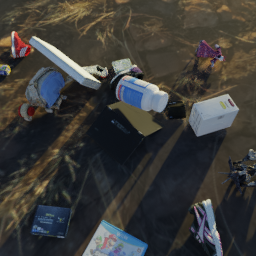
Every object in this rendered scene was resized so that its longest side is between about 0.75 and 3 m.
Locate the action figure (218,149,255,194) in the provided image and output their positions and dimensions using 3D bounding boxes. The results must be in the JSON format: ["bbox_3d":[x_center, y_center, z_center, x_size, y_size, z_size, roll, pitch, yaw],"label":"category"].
[{"bbox_3d":[4.605,1.494,10.156,2.403,1.226,1.428,-11,68,-9],"label":"action figure"}]

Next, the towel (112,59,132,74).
[{"bbox_3d":[-0.247,-3.014,13.736,0.934,0.225,0.799,-14,54,-9],"label":"towel"}]

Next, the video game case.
[{"bbox_3d":[-0.666,4.398,8.795,1.732,0.215,2.421,23,59,15],"label":"video game case"}]

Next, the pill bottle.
[{"bbox_3d":[0.569,-1.310,11.181,1.923,1.079,1.079,26,60,28],"label":"pill bottle"}]

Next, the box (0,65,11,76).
[{"bbox_3d":[-6.289,-2.817,13.492,1.109,0.389,0.357,6,57,4],"label":"box"}]

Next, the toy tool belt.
[{"bbox_3d":[-3.426,-1.427,11.898,1.547,1.572,2.517,8,57,16],"label":"toy tool belt"}]

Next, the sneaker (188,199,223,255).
[{"bbox_3d":[2.503,3.491,9.178,0.930,0.865,2.154,-13,53,14],"label":"sneaker"}]

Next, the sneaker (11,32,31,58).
[{"bbox_3d":[-5.489,-4.272,14.430,0.935,0.634,1.618,-5,68,-13],"label":"sneaker"}]

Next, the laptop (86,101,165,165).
[{"bbox_3d":[-0.099,0.059,11.752,2.166,1.340,2.313,39,93,23],"label":"laptop"}]

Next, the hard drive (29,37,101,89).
[{"bbox_3d":[-2.682,-2.802,12.322,2.971,1.959,0.390,38,99,10],"label":"hard drive"}]

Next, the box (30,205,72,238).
[{"bbox_3d":[-2.599,3.184,9.546,1.198,0.306,0.945,6,55,4],"label":"box"}]

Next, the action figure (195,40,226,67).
[{"bbox_3d":[4.151,-3.681,14.005,1.548,1.037,1.153,26,20,6],"label":"action figure"}]

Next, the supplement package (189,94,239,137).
[{"bbox_3d":[3.457,-0.510,11.450,1.568,1.221,0.870,-17,58,-10],"label":"supplement package"}]

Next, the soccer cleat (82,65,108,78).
[{"bbox_3d":[-1.634,-2.768,13.335,1.408,0.600,0.483,13,57,8],"label":"soccer cleat"}]

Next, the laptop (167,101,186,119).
[{"bbox_3d":[2.109,-0.810,12.367,0.767,0.447,0.865,-3,31,-3],"label":"laptop"}]

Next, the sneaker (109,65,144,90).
[{"bbox_3d":[-0.018,-2.227,12.963,1.805,0.683,0.790,-38,69,-22],"label":"sneaker"}]
